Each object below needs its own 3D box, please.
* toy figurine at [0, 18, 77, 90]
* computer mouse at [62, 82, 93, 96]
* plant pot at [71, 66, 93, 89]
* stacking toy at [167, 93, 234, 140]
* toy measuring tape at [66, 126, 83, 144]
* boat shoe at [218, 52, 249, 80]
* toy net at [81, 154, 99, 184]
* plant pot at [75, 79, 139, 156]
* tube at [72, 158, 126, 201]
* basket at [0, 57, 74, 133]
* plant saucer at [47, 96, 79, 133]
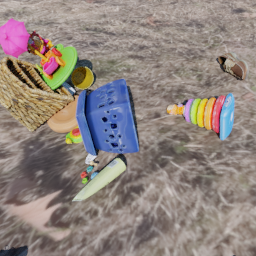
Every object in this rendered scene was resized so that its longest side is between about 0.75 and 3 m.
[{"bbox_3d":[-3.718,-3.227,10.965,2.130,2.611,2.837,-41,44,15],"label":"toy figurine"},{"bbox_3d":[-2.960,-1.634,12.292,2.914,0.639,1.598,25,50,24],"label":"computer mouse"},{"bbox_3d":[-2.191,-2.329,12.912,1.021,1.021,0.725,-19,19,-19],"label":"plant pot"},{"bbox_3d":[2.727,-0.635,10.943,2.597,1.425,1.507,11,46,29],"label":"stacking toy"},{"bbox_3d":[-1.681,0.128,10.484,0.569,0.569,1.546,29,52,28],"label":"toy measuring tape"},{"bbox_3d":[5.092,-2.982,13.662,0.836,0.882,2.329,-7,34,-3],"label":"boat shoe"},{"bbox_3d":[-1.265,1.362,9.413,0.639,0.235,1.218,-25,41,8],"label":"toy net"},{"bbox_3d":[-0.741,-0.312,9.779,1.840,2.046,2.046,-12,33,0],"label":"plant pot"},{"bbox_3d":[-0.869,1.653,8.650,0.493,0.551,1.897,33,51,28],"label":"tube"},{"bbox_3d":[-3.942,-1.729,10.927,2.178,2.087,2.924,-39,52,-7],"label":"basket"},{"bbox_3d":[-2.382,-0.617,11.068,1.792,0.289,1.792,-10,51,12],"label":"plant saucer"}]
